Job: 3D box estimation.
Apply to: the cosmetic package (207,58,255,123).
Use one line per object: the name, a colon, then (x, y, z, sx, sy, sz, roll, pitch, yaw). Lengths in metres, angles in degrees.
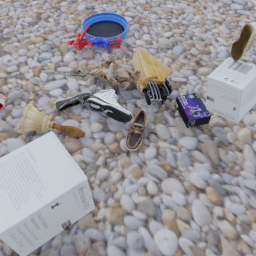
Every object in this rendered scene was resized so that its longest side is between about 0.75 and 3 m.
cosmetic package: (3.666, -1.315, 9.791, 1.314, 1.592, 1.313, -41, 51, -23)

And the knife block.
knife block: (0.895, -2.185, 12.607, 2.586, 0.827, 2.270, 37, 49, 5)

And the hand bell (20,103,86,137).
hand bell: (-2.931, -0.061, 11.338, 2.453, 1.277, 1.277, 16, 53, -2)

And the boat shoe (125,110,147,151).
boat shoe: (0.358, 0.055, 11.318, 0.676, 0.675, 1.875, 16, 54, 13)

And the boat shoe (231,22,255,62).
boat shoe: (3.774, -2.712, 8.911, 0.524, 1.613, 0.582, -18, 67, -8)

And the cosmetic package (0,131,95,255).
cosmetic package: (-2.812, 2.026, 8.768, 2.699, 2.225, 2.227, -31, 58, -20)

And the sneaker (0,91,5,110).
sneaker: (-6.274, -1.063, 12.270, 1.684, 0.562, 0.903, -14, 50, -14)

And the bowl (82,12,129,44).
bowl: (-1.280, -5.659, 15.926, 2.635, 0.517, 2.635, 0, 52, 0)

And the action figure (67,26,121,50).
action figure: (-1.849, -4.901, 15.018, 2.798, 0.913, 1.385, -5, 69, -5)

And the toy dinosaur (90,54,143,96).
toy dinosaur: (-0.358, -2.473, 13.154, 2.706, 1.834, 1.161, 25, 94, -7)

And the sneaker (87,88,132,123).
sneaker: (-0.558, -1.131, 12.157, 2.183, 0.824, 1.256, 25, 58, 21)

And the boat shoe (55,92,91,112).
boat shoe: (-2.382, -1.136, 12.396, 1.650, 0.552, 0.470, -18, 67, -8)

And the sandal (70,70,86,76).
sandal: (-2.464, -2.764, 13.818, 0.845, 0.241, 0.335, 7, 52, 5)

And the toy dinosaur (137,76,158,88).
toy dinosaur: (0.570, -1.711, 10.273, 1.183, 0.628, 0.357, -31, 93, -29)

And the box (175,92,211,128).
box: (2.775, -0.783, 12.067, 1.016, 0.568, 1.440, -11, 52, -12)
